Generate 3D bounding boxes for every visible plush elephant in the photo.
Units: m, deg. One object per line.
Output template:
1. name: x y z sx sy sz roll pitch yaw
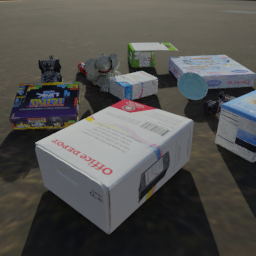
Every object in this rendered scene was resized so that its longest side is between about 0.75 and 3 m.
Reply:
1. plush elephant: -0.936 -2.273 10.794 1.398 1.314 1.698 -3 30 -5

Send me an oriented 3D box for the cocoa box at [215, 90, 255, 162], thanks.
1. cocoa box: 3.327 -0.143 7.231 1.784 1.170 1.189 -21 36 -32

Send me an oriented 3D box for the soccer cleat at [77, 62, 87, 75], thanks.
1. soccer cleat: -1.877 -2.605 12.358 0.498 0.402 1.170 -6 30 -31

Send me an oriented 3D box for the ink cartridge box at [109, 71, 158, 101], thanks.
1. ink cartridge box: 0.208 -1.546 10.223 1.477 0.625 1.067 -18 35 -26

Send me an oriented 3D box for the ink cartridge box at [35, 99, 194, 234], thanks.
1. ink cartridge box: -0.185 0.540 6.019 2.064 1.198 2.797 23 39 34

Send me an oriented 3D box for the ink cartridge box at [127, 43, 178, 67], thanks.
1. ink cartridge box: 1.145 -3.571 13.570 2.159 0.818 1.596 -3 29 -8

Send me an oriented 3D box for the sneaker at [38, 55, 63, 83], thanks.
1. sneaker: -2.732 -1.658 9.639 0.838 1.263 2.220 -4 39 -5

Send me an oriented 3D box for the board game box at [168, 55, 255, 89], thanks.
1. board game box: 3.351 -2.407 11.772 2.750 0.566 2.743 -4 30 -7

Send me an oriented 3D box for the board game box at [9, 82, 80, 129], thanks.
1. board game box: -2.435 -0.717 8.475 1.875 0.532 1.550 -3 46 -4

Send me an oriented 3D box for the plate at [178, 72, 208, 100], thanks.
1. plate: 2.319 -1.493 10.109 1.143 0.146 1.143 4 67 -9

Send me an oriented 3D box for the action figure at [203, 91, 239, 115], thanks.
1. action figure: 3.207 -0.792 9.018 1.631 0.566 1.061 -16 28 -31
